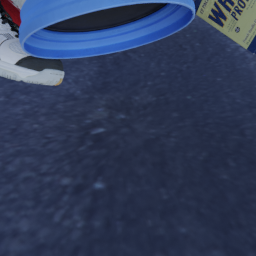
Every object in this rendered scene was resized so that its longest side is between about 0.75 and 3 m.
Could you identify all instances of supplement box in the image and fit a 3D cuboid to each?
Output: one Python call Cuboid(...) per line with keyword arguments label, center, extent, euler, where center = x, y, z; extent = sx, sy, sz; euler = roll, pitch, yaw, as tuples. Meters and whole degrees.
Cuboid(label="supplement box", center=(2.908, -2.783, 6.267), extent=(1.936, 1.300, 1.934), euler=(-15, 53, -36))

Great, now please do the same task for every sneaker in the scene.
Cuboid(label="sneaker", center=(-2.081, -1.555, 3.945), extent=(2.745, 1.203, 1.038), euler=(26, 6, -4))

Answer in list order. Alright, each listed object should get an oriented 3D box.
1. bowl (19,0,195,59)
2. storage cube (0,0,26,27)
Cuboid(label="bowl", center=(-0.247, -1.228, 3.217), extent=(1.971, 0.387, 1.971), euler=(-11, 4, 1))
Cuboid(label="storage cube", center=(-1.933, -3.389, 6.139), extent=(2.518, 2.946, 2.648), euler=(-53, 37, -9))
